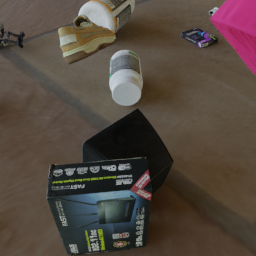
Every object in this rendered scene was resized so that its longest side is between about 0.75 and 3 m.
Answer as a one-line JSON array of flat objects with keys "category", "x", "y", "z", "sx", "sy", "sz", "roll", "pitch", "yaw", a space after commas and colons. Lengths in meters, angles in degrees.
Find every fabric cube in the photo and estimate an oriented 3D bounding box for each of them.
[{"category": "fabric cube", "x": 3.110, "y": -1.882, "z": 5.014, "sx": 1.949, "sy": 1.986, "sz": 1.980, "roll": -45, "pitch": 25, "yaw": 15}]

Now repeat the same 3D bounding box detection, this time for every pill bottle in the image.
[{"category": "pill bottle", "x": -0.066, "y": -1.591, "z": 8.801, "sx": 1.027, "sy": 1.027, "sz": 1.816, "roll": -1, "pitch": 42, "yaw": -1}, {"category": "pill bottle", "x": -0.798, "y": -4.970, "z": 11.996, "sx": 1.615, "sy": 1.615, "sz": 2.776, "roll": 15, "pitch": 44, "yaw": 16}]

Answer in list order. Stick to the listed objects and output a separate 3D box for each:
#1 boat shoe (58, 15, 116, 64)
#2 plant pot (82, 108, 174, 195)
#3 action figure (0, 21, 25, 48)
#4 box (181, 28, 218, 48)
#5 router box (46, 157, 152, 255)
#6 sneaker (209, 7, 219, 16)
[{"category": "boat shoe", "x": -0.899, "y": -2.197, "z": 6.507, "sx": 0.832, "sy": 0.884, "sz": 2.321, "roll": -17, "pitch": 19, "yaw": 19}, {"category": "plant pot", "x": 0.052, "y": 0.802, "z": 6.009, "sx": 1.547, "sy": 1.544, "sz": 1.373, "roll": -35, "pitch": 64, "yaw": -31}, {"category": "action figure", "x": -5.116, "y": -3.662, "z": 11.111, "sx": 1.860, "sy": 0.949, "sz": 1.105, "roll": 4, "pitch": 54, "yaw": 2}, {"category": "box", "x": 2.987, "y": -3.807, "z": 11.762, "sx": 0.921, "sy": 0.232, "sz": 1.288, "roll": -25, "pitch": 47, "yaw": -25}, {"category": "router box", "x": -0.429, "y": 1.422, "z": 4.836, "sx": 1.527, "sy": 2.038, "sz": 0.633, "roll": -4, "pitch": 43, "yaw": -4}, {"category": "sneaker", "x": 4.341, "y": -5.420, "z": 13.416, "sx": 0.518, "sy": 0.426, "sz": 1.126, "roll": -27, "pitch": 42, "yaw": -17}]
